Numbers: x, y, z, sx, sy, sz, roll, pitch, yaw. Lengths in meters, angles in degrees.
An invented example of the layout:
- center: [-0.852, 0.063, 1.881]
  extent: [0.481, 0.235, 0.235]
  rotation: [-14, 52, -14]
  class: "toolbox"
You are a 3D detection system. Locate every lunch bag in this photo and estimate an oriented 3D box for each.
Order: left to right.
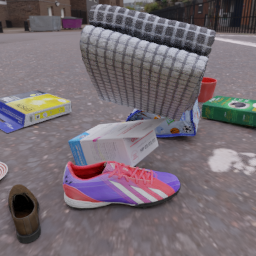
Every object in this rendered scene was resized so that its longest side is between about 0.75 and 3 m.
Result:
- center: [1.154, -0.565, 9.229]
  extent: [2.181, 1.351, 1.855]
  rotation: [-6, 20, 22]
  class: "lunch bag"

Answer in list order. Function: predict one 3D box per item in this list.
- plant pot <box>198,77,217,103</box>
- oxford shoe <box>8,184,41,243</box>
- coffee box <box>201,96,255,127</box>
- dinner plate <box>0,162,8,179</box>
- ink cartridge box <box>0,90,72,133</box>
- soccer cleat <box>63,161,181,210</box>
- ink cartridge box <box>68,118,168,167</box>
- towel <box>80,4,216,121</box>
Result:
- center: [3.271, -1.644, 12.120]
  extent: [1.038, 0.918, 1.038]
  rotation: [1, 24, 0]
  class: "plant pot"
- center: [-2.013, 1.438, 5.415]
  extent: [0.560, 0.651, 1.541]
  rotation: [-15, 26, -27]
  class: "oxford shoe"
- center: [4.125, -0.614, 10.075]
  extent: [2.555, 0.562, 1.571]
  rotation: [13, 26, 32]
  class: "coffee box"
- center: [-3.544, 1.145, 6.693]
  extent: [1.264, 0.153, 1.264]
  rotation: [0, 24, 0]
  class: "dinner plate"
- center: [-3.906, -0.762, 10.570]
  extent: [2.530, 0.602, 2.560]
  rotation: [21, 29, 39]
  class: "ink cartridge box"
- center: [-0.093, 1.097, 5.836]
  extent: [2.494, 0.913, 0.851]
  rotation: [-2, 24, -5]
  class: "soccer cleat"
- center: [-0.177, 0.374, 6.916]
  extent: [2.262, 0.767, 1.302]
  rotation: [-5, 17, 37]
  class: "ink cartridge box"
- center: [0.427, -1.236, 5.830]
  extent: [2.276, 1.176, 2.748]
  rotation: [16, -13, 9]
  class: "towel"
